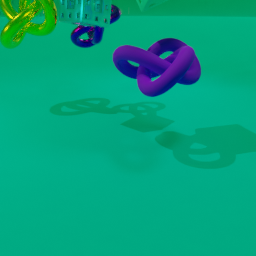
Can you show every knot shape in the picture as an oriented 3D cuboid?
[{"bbox_3d":[0.636,-1.145,5.219,1.778,0.822,1.664,-5,26,-6],"label":"knot shape"},{"bbox_3d":[-0.905,-2.625,7.335,0.698,1.413,1.510,40,35,-18],"label":"knot shape"},{"bbox_3d":[-2.696,-3.145,7.366,1.988,1.861,0.919,-29,-28,26],"label":"knot shape"}]

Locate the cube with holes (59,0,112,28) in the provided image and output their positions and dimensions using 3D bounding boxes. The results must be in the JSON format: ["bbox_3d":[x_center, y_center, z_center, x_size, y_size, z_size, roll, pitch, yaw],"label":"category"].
[{"bbox_3d":[-0.921,-2.648,6.052,0.791,0.791,0.791,19,19,38],"label":"cube with holes"}]

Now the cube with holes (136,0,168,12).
[{"bbox_3d":[0.594,-2.949,4.828,1.137,1.137,1.137,-27,6,-5],"label":"cube with holes"}]
